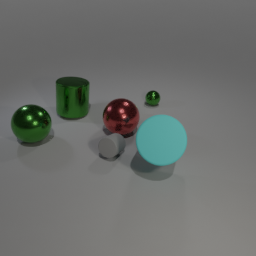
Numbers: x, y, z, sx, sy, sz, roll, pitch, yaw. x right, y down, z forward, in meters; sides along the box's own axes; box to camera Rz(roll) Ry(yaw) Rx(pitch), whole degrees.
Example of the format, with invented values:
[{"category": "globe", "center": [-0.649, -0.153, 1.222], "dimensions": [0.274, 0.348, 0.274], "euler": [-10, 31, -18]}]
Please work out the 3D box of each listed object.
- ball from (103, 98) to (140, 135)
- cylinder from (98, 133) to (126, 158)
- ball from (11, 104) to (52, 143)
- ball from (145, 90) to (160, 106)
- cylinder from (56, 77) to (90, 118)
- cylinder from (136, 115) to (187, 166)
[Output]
[{"category": "ball", "center": [-0.258, -0.424, 10.568], "dimensions": [1.400, 1.400, 1.400], "euler": [0, 30, 0]}, {"category": "cylinder", "center": [-0.529, 0.581, 9.397], "dimensions": [0.700, 0.700, 0.700], "euler": [14, 16, 22]}, {"category": "ball", "center": [-3.471, -0.154, 10.089], "dimensions": [1.400, 1.400, 1.400], "euler": [0, 30, 0]}, {"category": "ball", "center": [1.145, -1.383, 12.916], "dimensions": [0.700, 0.700, 0.700], "euler": [0, 30, 0]}, {"category": "cylinder", "center": [-2.364, -1.329, 11.970], "dimensions": [1.400, 1.400, 1.400], "euler": [5, 27, -3]}, {"category": "cylinder", "center": [1.002, 0.337, 8.274], "dimensions": [1.400, 1.400, 1.400], "euler": [5, 0, 9]}]
